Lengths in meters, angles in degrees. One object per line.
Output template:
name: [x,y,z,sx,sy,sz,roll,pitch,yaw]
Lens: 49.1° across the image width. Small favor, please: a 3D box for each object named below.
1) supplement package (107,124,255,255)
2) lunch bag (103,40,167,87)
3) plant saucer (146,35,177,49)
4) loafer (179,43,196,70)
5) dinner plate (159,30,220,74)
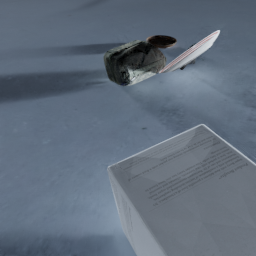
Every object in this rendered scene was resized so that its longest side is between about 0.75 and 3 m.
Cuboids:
supplement package: [1.140,1.543,3.462,1.683,1.662,2.775,-22,39,-16]
lunch bag: [0.216,-2.023,8.934,1.663,1.158,1.395,-27,32,-24]
plant saucer: [1.496,-3.832,12.502,1.375,0.221,1.375,0,35,0]
loafer: [2.326,-2.576,10.408,1.337,0.483,0.487,-53,18,-23]
dinner plate: [2.012,-2.382,9.129,2.290,0.278,2.290,-34,8,5]
